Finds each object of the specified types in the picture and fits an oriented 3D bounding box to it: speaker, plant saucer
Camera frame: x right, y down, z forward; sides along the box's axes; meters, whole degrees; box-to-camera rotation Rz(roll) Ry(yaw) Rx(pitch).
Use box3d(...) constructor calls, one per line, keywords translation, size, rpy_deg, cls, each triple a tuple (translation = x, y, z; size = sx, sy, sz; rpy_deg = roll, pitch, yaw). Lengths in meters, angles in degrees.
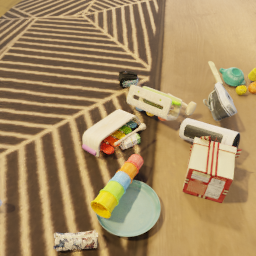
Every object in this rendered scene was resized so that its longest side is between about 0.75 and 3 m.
box3d(translation=(3.017, 0.291, 10.402), size=(2.091, 0.849, 0.849), rpy_deg=(20, 46, 36), cls="speaker")
box3d(translation=(-0.010, 2.493, 8.774), size=(2.032, 0.278, 2.032), rpy_deg=(0, 42, 0), cls="plant saucer")

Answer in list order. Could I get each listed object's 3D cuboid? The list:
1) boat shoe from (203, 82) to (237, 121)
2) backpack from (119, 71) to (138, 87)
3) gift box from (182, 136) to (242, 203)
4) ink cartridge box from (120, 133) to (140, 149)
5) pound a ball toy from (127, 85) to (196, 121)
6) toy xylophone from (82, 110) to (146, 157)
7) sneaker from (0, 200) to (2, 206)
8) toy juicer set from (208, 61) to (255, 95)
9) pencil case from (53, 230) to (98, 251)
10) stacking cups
box3d(translation=(3.869, -1.079, 11.958), size=(1.013, 1.095, 2.965), rpy_deg=(-35, 18, 24), cls="boat shoe")
box3d(translation=(0.028, -2.365, 13.646), size=(0.941, 0.596, 0.785), rpy_deg=(-4, 57, -4), cls="backpack")
box3d(translation=(2.733, 1.239, 9.143), size=(1.564, 1.695, 1.583), rpy_deg=(17, 45, 8), cls="gift box")
box3d(translation=(0.029, 0.480, 10.914), size=(0.792, 0.266, 0.464), rpy_deg=(-24, 49, -23), cls="ink cartridge box")
box3d(translation=(1.397, -0.963, 11.947), size=(2.506, 1.065, 1.634), rpy_deg=(27, 19, 34), cls="pound a ball toy")
box3d(translation=(-0.496, 0.163, 10.808), size=(2.591, 0.651, 1.897), rpy_deg=(-30, 40, -26), cls="toy xylophone")
box3d(translation=(-4.758, 2.556, 8.474), size=(1.669, 0.666, 1.086), rpy_deg=(5, 45, 5), cls="sneaker")
box3d(translation=(5.121, -2.271, 13.574), size=(2.645, 0.720, 1.682), rpy_deg=(9, 61, 3), cls="toy juicer set")
box3d(translation=(-1.456, 3.166, 7.909), size=(1.249, 0.558, 0.486), rpy_deg=(-3, 51, -4), cls="pencil case")
box3d(translation=(-0.229, 1.705, 8.953), size=(0.725, 0.725, 2.396), rpy_deg=(21, 47, 21), cls="stacking cups")
